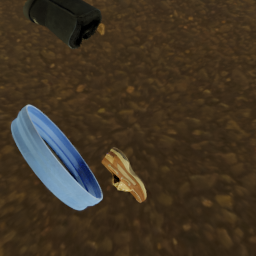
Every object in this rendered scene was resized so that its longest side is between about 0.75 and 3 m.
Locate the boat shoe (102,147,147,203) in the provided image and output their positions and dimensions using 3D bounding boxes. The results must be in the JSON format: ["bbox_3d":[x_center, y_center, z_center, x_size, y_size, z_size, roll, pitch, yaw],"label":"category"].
[{"bbox_3d":[-0.072,0.701,3.913,0.336,0.909,0.344,-38,20,-20],"label":"boat shoe"}]

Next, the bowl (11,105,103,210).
[{"bbox_3d":[-1.225,0.535,4.914,0.408,2.081,2.081,-38,63,-3],"label":"bowl"}]

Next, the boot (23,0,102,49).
[{"bbox_3d":[-1.056,-2.520,5.567,1.447,0.658,1.723,34,83,17],"label":"boot"}]
